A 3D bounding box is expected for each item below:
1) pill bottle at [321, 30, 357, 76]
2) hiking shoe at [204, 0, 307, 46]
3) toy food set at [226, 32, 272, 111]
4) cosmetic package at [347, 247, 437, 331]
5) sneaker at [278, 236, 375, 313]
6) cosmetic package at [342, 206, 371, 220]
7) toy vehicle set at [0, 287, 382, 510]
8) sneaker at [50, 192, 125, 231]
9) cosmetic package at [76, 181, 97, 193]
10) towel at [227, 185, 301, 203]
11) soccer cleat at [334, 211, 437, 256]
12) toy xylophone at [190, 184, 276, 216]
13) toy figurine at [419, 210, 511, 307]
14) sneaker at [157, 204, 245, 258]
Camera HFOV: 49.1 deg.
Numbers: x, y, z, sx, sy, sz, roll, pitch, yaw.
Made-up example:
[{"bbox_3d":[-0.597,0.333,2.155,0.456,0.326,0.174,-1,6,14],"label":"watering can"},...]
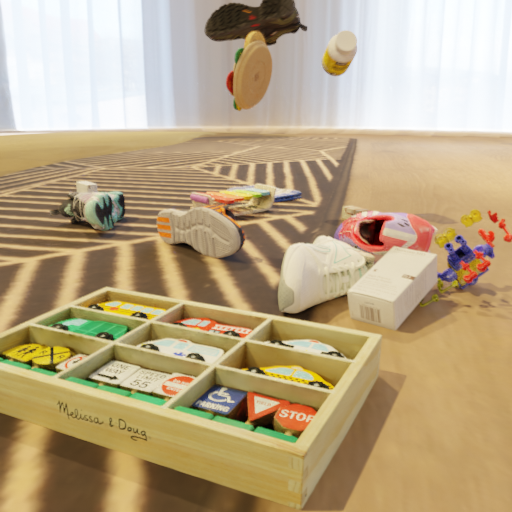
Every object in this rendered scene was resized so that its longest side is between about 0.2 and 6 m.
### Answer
[{"bbox_3d":[1.685,-4.065,11.215,0.585,0.585,1.045,-1,-5,-4],"label":"pill bottle"},{"bbox_3d":[-0.044,-4.279,10.628,1.936,0.733,0.975,2,-16,28],"label":"hiking shoe"},{"bbox_3d":[-0.098,-2.840,8.786,0.267,1.099,1.088,23,64,23],"label":"toy food set"},{"bbox_3d":[1.697,0.366,6.870,0.622,0.453,1.223,13,36,36],"label":"cosmetic package"},{"bbox_3d":[0.959,0.201,7.329,0.902,0.792,2.252,11,19,24],"label":"sneaker"},{"bbox_3d":[2.158,-0.891,12.016,0.316,0.266,0.611,-11,19,-33],"label":"cosmetic package"},{"bbox_3d":[-0.734,1.011,5.116,3.300,0.437,2.050,7,18,24],"label":"toy vehicle set"},{"bbox_3d":[-3.558,-0.912,11.401,1.387,0.771,1.982,-1,7,1],"label":"sneaker"},{"bbox_3d":[-4.422,-1.716,14.641,0.293,0.402,0.791,-12,21,-37],"label":"cosmetic package"},{"bbox_3d":[0.185,-1.649,14.763,1.287,0.209,1.752,-14,21,-37],"label":"towel"},{"bbox_3d":[1.700,-0.350,8.483,0.918,0.801,2.400,15,0,-21],"label":"soccer cleat"},{"bbox_3d":[-0.639,-1.290,12.922,1.541,0.529,2.105,13,20,39],"label":"toy xylophone"},{"bbox_3d":[2.793,0.251,7.594,1.610,0.965,0.849,-38,43,5],"label":"toy figurine"},{"bbox_3d":[-0.699,-0.571,9.877,1.222,0.846,2.181,-16,22,-40],"label":"sneaker"}]
